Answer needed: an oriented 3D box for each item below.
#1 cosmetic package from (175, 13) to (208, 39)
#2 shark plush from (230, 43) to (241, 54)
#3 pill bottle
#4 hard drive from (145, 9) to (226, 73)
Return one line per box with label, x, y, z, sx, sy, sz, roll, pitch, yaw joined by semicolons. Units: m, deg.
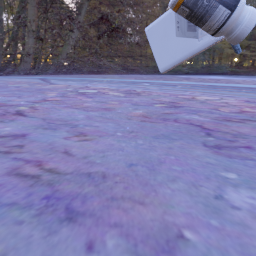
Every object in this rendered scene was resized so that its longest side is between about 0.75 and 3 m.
cosmetic package;1.868;-2.954;7.663;0.931;0.768;0.768;-30;36;-34
shark plush;1.944;-2.485;6.194;0.937;2.063;0.859;6;53;36
pill bottle;1.364;-1.925;4.464;1.291;0.751;0.751;30;11;-6
hard drive;1.990;-3.451;10.089;0.371;1.928;2.923;-17;-4;-42
